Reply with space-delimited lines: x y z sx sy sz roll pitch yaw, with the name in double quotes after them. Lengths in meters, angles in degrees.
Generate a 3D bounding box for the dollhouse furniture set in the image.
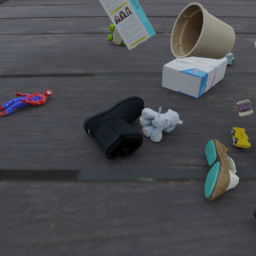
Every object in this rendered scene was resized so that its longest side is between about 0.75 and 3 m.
3.810 -1.558 8.035 1.672 2.111 1.498 -14 -4 22 "dollhouse furniture set"

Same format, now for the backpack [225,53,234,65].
5.264 -3.811 15.394 0.934 0.703 0.829 -14 36 -10 "backpack"

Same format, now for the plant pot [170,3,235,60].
2.419 -2.835 8.742 1.505 1.644 1.644 7 31 -25 "plant pot"

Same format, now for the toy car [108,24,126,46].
-0.430 -6.124 18.336 1.289 1.238 1.569 18 26 7 "toy car"

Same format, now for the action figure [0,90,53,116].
-4.376 -1.109 11.615 2.621 0.677 0.857 -21 38 -31 "action figure"

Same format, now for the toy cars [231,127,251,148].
4.107 0.701 9.190 0.910 0.449 2.030 -18 43 -29 "toy cars"

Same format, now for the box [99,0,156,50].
-0.140 -4.943 11.885 1.215 2.953 0.726 -21 19 37 "box"

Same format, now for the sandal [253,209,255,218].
4.138 2.392 6.817 2.362 0.532 0.887 10 39 -11 "sandal"

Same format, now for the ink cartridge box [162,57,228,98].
3.177 -2.642 13.280 1.955 1.145 2.705 26 44 32 "ink cartridge box"

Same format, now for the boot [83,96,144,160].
-0.049 -0.018 9.666 2.568 0.981 2.158 -25 38 -21 "boot"

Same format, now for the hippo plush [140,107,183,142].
1.201 -0.334 9.943 1.166 1.450 1.155 -22 62 -41 "hippo plush"

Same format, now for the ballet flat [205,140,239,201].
2.762 1.258 8.238 0.879 0.824 2.429 23 33 0 "ballet flat"
